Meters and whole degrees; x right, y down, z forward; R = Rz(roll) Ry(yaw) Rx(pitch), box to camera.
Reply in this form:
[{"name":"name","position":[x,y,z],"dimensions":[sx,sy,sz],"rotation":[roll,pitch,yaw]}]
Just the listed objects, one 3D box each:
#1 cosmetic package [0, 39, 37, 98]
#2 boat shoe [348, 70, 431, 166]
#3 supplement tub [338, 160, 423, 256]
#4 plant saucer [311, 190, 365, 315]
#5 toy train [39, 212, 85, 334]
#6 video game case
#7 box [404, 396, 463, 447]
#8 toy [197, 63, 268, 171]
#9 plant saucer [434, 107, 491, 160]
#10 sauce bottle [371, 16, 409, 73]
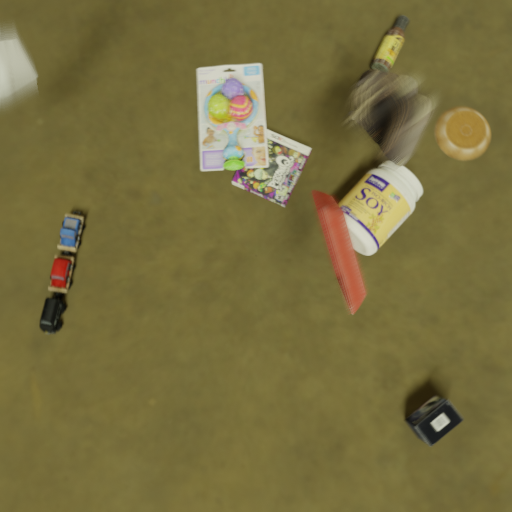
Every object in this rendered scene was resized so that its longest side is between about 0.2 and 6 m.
[{"name":"cosmetic package","position":[-3.748,-2.676,8.114],"dimensions":[0.731,0.608,0.612],"rotation":[-18,106,27]},{"name":"boat shoe","position":[2.033,-2.312,9.106],"dimensions":[1.084,2.958,1.102],"rotation":[17,118,-2]},{"name":"supplement tub","position":[2.385,-0.964,11.185],"dimensions":[1.206,1.206,1.659],"rotation":[42,84,6]},{"name":"plant saucer","position":[1.215,-0.142,8.179],"dimensions":[0.289,1.574,1.577],"rotation":[-16,105,5]},{"name":"toy train","position":[-3.933,0.310,11.305],"dimensions":[0.435,0.584,2.548],"rotation":[10,81,1]},{"name":"video game case","position":[0.328,-1.889,11.806],"dimensions":[1.247,0.246,1.376],"rotation":[25,82,5]},{"name":"box","position":[3.389,3.154,10.761],"dimensions":[0.811,0.805,0.500],"rotation":[-37,83,-5]},{"name":"toy","position":[-0.521,-3.019,11.708],"dimensions":[1.423,0.583,2.471],"rotation":[-4,77,0]},{"name":"plant saucer","position":[4.440,-2.648,11.945],"dimensions":[1.206,0.214,1.206],"rotation":[0,82,0]},{"name":"sauce bottle","position":[2.935,-4.590,12.131],"dimensions":[0.422,0.422,1.305],"rotation":[25,84,4]}]
